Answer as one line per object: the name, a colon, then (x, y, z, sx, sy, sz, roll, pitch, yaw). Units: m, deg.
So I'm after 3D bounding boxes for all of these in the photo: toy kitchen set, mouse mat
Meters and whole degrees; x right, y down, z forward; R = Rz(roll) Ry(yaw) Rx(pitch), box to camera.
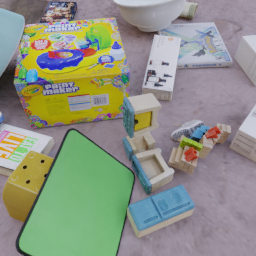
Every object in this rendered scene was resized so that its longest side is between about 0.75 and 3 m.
toy kitchen set: (0.394, 0.793, 6.445, 1.457, 1.981, 2.473, -18, 53, -16)
mouse mat: (-0.859, 1.616, 6.001, 0.106, 2.266, 2.816, -25, 36, 41)

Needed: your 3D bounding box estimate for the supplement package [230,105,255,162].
supplement package: (3.779, 0.116, 7.724, 1.203, 0.857, 1.545, 32, 56, 23)

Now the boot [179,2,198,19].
boot: (2.448, -5.521, 12.515, 1.340, 0.625, 1.733, 11, 57, 10)

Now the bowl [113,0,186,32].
bowl: (0.993, -4.812, 11.275, 2.995, 1.346, 2.995, -7, 40, 6)

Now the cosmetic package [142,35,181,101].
cosmetic package: (1.162, -2.085, 9.454, 0.978, 0.600, 2.370, 10, 61, 6)

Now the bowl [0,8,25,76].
bowl: (-4.636, -2.594, 8.506, 2.962, 1.549, 2.962, -23, 53, 35)

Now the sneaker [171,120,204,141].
sneaker: (1.685, 0.058, 8.179, 1.050, 0.392, 0.431, -21, 28, -17)

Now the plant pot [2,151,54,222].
plant pot: (-1.925, 1.330, 6.344, 1.438, 1.471, 1.429, 17, 53, 15)

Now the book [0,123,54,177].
book: (-3.269, 0.569, 7.672, 2.063, 0.496, 1.378, 14, 48, 12)

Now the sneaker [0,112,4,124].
sneaker: (-4.622, -0.748, 8.142, 2.467, 1.051, 0.951, 14, 46, 29)

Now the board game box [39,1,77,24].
board game box: (-3.003, -4.937, 12.225, 1.241, 0.317, 1.832, 3, 51, 3)

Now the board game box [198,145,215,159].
board game box: (1.981, 0.539, 7.872, 0.836, 0.135, 0.502, -33, 62, -24)

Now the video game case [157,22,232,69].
video game case: (2.469, -3.259, 10.860, 2.418, 0.292, 2.653, -3, 51, -2)

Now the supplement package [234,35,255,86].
supplement package: (4.592, -2.382, 9.718, 0.961, 0.957, 1.638, -9, 52, -8)

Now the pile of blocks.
pile of blocks: (1.944, 0.277, 7.428, 0.925, 0.701, 2.254, 42, 53, 20)

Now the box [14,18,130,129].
box: (-1.635, -1.769, 8.666, 2.979, 1.817, 2.869, -8, 50, -7)
